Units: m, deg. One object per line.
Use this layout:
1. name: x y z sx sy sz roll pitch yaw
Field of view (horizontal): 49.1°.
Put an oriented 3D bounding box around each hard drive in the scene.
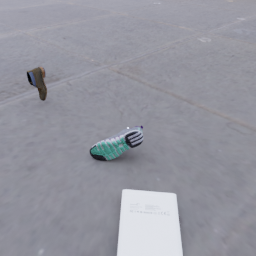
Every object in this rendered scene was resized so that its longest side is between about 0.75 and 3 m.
1. hard drive: 0.352 1.686 4.572 0.991 0.197 1.502 5 39 0

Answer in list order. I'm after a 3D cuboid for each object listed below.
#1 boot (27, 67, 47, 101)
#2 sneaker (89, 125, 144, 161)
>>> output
1. boot: -2.636 -1.233 8.047 0.379 1.013 0.491 20 29 37
2. sneaker: -0.228 0.331 6.311 1.301 0.484 0.570 -20 19 16
